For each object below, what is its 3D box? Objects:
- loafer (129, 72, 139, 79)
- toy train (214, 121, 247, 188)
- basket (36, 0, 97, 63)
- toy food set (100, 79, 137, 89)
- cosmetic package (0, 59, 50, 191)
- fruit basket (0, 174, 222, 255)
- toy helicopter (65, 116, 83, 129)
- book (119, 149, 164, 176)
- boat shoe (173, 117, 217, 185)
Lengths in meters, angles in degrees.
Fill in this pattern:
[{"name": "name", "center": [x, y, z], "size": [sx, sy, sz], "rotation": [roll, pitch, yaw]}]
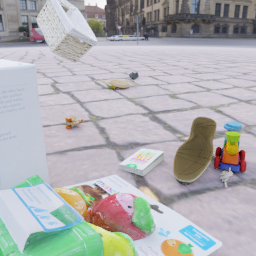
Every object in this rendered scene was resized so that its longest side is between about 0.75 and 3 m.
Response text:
[{"name": "loafer", "center": [0.322, -3.458, 18.712], "size": [0.426, 0.486, 1.354], "rotation": [-17, 6, 25]}, {"name": "toy train", "center": [2.531, 0.568, 6.842], "size": [0.761, 1.041, 1.799], "rotation": [6, 21, 18]}, {"name": "basket", "center": [-1.919, -3.012, 8.583], "size": [1.168, 1.063, 1.723], "rotation": [13, 42, -56]}, {"name": "toy food set", "center": [-0.538, -2.449, 16.091], "size": [1.956, 0.393, 1.350], "rotation": [-7, 28, -34]}, {"name": "cosmetic package", "center": [-3.109, 0.326, 4.941], "size": [2.799, 2.808, 1.726], "rotation": [-17, 27, -40]}, {"name": "fruit basket", "center": [-0.525, 1.403, 4.183], "size": [2.942, 1.379, 2.725], "rotation": [-12, 23, -37]}, {"name": "toy helicopter", "center": [-1.940, -0.270, 10.115], "size": [0.622, 0.371, 0.940], "rotation": [-2, 18, -12]}, {"name": "book", "center": [0.369, 0.865, 7.265], "size": [0.720, 0.259, 1.078], "rotation": [10, 24, 33]}, {"name": "boat shoe", "center": [1.757, 0.636, 7.103], "size": [0.858, 0.760, 2.344], "rotation": [15, 43, 24]}]
